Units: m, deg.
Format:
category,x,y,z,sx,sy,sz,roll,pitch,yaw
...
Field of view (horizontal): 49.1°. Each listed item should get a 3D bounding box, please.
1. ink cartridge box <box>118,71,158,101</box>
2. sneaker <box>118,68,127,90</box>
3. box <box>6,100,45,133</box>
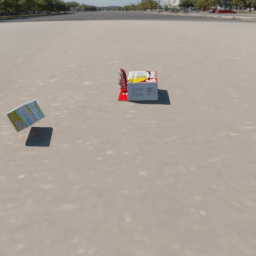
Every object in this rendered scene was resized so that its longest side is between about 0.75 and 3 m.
category,x,y,z,sx,sy,sz,roll,pitch,yaw
ink cartridge box,0.414,-1.774,11.633,1.612,0.770,1.836,-1,24,4
sneaker,-0.275,-2.032,11.812,0.425,1.035,0.403,0,39,17
box,-2.998,-0.373,8.295,0.581,0.644,1.145,-27,11,5
